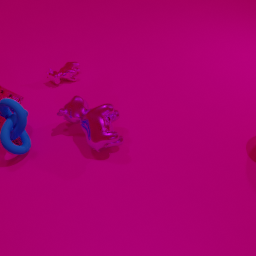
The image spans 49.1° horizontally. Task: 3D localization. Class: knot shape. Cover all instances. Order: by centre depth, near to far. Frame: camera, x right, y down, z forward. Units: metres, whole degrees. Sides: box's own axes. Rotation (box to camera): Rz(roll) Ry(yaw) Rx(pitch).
[{"bbox_3d":[-2.948,0.041,7.339,0.680,1.471,1.376,-6,68,-17],"label":"knot shape"}]

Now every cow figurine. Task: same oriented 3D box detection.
[{"bbox_3d":[-1.059,-0.106,7.633,1.686,0.941,1.714,-15,70,13],"label":"cow figurine"},{"bbox_3d":[-2.214,-1.912,9.572,0.995,0.555,1.011,8,50,1],"label":"cow figurine"}]

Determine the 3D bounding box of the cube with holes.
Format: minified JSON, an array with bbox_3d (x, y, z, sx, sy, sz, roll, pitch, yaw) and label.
[{"bbox_3d":[-3.623,-0.753,7.997,0.750,0.750,0.750,18,81,43],"label":"cube with holes"}]
